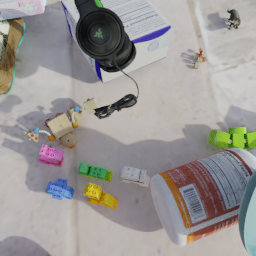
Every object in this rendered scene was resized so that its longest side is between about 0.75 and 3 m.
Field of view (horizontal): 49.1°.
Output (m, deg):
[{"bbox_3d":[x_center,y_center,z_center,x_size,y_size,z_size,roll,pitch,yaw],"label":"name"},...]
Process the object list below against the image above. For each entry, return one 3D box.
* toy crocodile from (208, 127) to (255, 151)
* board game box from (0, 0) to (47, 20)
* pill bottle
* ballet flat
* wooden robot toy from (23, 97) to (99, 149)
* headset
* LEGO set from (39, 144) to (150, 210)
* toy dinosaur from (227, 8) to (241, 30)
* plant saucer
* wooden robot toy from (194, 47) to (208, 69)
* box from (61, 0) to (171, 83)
[{"bbox_3d":[3.282,0.302,7.408,2.249,0.694,0.759,-3,92,-3],"label":"toy crocodile"},{"bbox_3d":[-3.771,-3.847,8.841,2.238,0.488,2.249,-13,33,-5],"label":"board game box"},{"bbox_3d":[2.079,1.404,6.353,2.858,1.603,1.603,-17,66,-9],"label":"pill bottle"},{"bbox_3d":[-3.837,-2.407,8.358,1.002,1.069,2.955,-13,63,32],"label":"ballet flat"},{"bbox_3d":[-1.652,0.052,7.591,2.152,0.948,0.977,-30,104,-14],"label":"wooden robot toy"},{"bbox_3d":[-0.594,-1.704,5.989,1.359,1.787,2.893,-25,79,10],"label":"headset"},{"bbox_3d":[-0.975,1.233,6.634,2.935,1.205,1.120,11,66,5],"label":"LEGO set"},{"bbox_3d":[3.546,-3.649,9.301,0.427,0.567,1.109,7,66,3],"label":"toy dinosaur"},{"bbox_3d":[2.487,1.211,4.755,2.038,2.038,0.279,-43,34,-18],"label":"plant saucer"},{"bbox_3d":[2.327,-2.169,8.752,0.361,0.351,0.796,21,66,-2],"label":"wooden robot toy"},{"bbox_3d":[-0.369,-2.962,8.460,2.315,1.321,2.518,-25,63,-13],"label":"box"}]
